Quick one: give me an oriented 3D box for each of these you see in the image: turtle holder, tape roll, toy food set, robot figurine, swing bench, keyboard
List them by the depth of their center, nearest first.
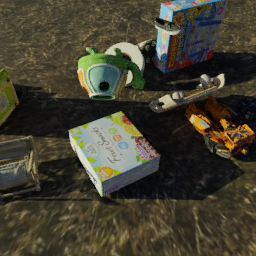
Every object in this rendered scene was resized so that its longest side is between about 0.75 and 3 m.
[{"bbox_3d":[-3.298,1.100,7.782,1.453,0.948,1.461,-12,40,-11],"label":"swing bench"},{"bbox_3d":[3.028,-0.058,9.127,1.734,0.696,2.392,-22,48,-19],"label":"robot figurine"},{"bbox_3d":[-0.642,-1.702,9.414,2.072,1.575,1.472,5,79,-34],"label":"turtle holder"},{"bbox_3d":[1.959,-1.209,9.514,2.255,1.618,0.681,-21,90,-20],"label":"toy food set"},{"bbox_3d":[-5.187,-1.357,10.790,2.568,0.329,1.542,4,50,3],"label":"keyboard"},{"bbox_3d":[-0.213,-2.514,11.190,1.783,0.326,1.783,-2,82,18],"label":"tape roll"}]

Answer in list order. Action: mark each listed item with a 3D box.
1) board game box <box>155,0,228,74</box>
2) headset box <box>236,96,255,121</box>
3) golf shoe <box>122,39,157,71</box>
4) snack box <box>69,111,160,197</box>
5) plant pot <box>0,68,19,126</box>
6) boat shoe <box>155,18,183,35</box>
[{"bbox_3d":[2.558,-3.932,11.688,2.714,2.772,0.775,-22,51,-20],"label":"board game box"},{"bbox_3d":[4.481,-0.716,10.043,0.837,0.388,0.728,-14,45,-14],"label":"headset box"},{"bbox_3d":[0.333,-3.272,12.279,2.795,1.079,1.231,-34,46,-31],"label":"golf shoe"},{"bbox_3d":[-0.455,0.659,8.325,1.889,0.758,2.240,-21,46,-22],"label":"snack box"},{"bbox_3d":[-4.831,-1.078,9.226,1.739,1.916,1.907,21,56,8],"label":"plant pot"},{"bbox_3d":[1.243,-3.217,8.813,1.057,0.299,0.363,32,75,36],"label":"boat shoe"}]
